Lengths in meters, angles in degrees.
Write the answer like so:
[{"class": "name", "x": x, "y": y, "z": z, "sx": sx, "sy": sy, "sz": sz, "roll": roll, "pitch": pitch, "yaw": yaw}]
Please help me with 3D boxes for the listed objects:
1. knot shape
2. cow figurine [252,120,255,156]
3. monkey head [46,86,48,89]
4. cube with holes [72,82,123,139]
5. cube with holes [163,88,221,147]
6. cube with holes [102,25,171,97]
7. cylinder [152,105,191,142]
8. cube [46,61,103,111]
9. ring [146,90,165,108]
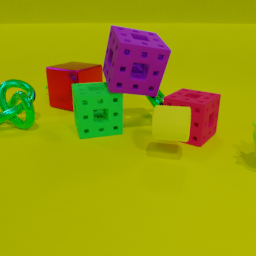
[{"class": "knot shape", "x": -3.354, "y": -0.549, "z": 8.008, "sx": 1.541, "sy": 0.761, "sz": 1.647, "roll": -36, "pitch": 57, "yaw": 5}, {"class": "cow figurine", "x": 3.228, "y": 0.288, "z": 5.182, "sx": 0.898, "sy": 1.635, "sz": 1.609, "roll": -14, "pitch": 69, "yaw": -42}, {"class": "monkey head", "x": -2.485, "y": -1.797, "z": 10.931, "sx": 1.515, "sy": 0.913, "sz": 1.090, "roll": 7, "pitch": -13, "yaw": 6}, {"class": "cube with holes", "x": -0.855, "y": -0.531, "z": 7.726, "sx": 1.173, "sy": 1.173, "sz": 1.173, "roll": -6, "pitch": 25, "yaw": -15}, {"class": "cube with holes", "x": 1.653, "y": -0.321, "z": 7.350, "sx": 1.098, "sy": 1.098, "sz": 1.098, "roll": 15, "pitch": 28, "yaw": 33}, {"class": "cube with holes", "x": 0.155, "y": -1.738, "z": 7.283, "sx": 1.277, "sy": 1.277, "sz": 1.277, "roll": 4, "pitch": 35, "yaw": -18}, {"class": "cylinder", "x": 0.937, "y": -0.100, "z": 5.995, "sx": 0.732, "sy": 0.732, "sz": 0.732, "roll": 5, "pitch": 23, "yaw": 16}, {"class": "cube", "x": -1.816, "y": -1.477, "z": 9.758, "sx": 1.390, "sy": 1.390, "sz": 1.390, "roll": 13, "pitch": 25, "yaw": 28}, {"class": "ring", "x": 0.956, "y": -0.784, "z": 8.330, "sx": 0.305, "sy": 1.525, "sz": 1.525, "roll": -39, "pitch": 16, "yaw": 16}]
